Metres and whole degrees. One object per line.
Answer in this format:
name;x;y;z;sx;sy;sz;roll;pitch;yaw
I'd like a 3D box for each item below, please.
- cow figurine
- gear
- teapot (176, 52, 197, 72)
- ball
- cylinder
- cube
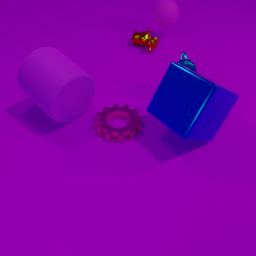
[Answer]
cow figurine;0.567;-3.082;9.876;1.039;0.570;1.022;4;42;12
gear;-0.246;-0.143;7.039;1.193;0.221;1.193;0;44;0
teapot;1.494;-1.495;7.657;0.709;1.140;0.558;-4;17;-17
ball;1.346;-4.133;10.075;0.966;0.966;0.966;0;44;0
cylinder;-1.766;-1.074;6.983;1.392;1.392;1.392;-35;63;-31
cube;1.454;-0.562;6.354;1.261;1.261;1.261;6;27;-48
